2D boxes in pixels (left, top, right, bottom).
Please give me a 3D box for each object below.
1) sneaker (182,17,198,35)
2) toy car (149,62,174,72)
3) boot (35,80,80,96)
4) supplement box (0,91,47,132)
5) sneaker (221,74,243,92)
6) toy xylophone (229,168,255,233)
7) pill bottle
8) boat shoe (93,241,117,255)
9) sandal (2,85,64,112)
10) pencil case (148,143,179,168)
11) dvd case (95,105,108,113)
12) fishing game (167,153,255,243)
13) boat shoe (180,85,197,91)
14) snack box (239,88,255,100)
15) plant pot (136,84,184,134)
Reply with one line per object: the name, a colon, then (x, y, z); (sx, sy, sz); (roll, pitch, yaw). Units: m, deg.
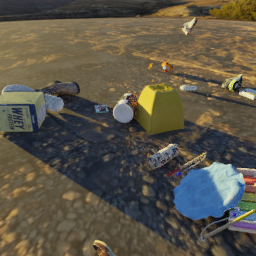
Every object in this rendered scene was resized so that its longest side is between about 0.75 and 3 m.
sneaker: (2.478, -4.184, 11.341); (0.377, 0.819, 0.310); (45, 50, 6)
toy car: (2.169, -3.903, 18.539); (1.603, 0.786, 0.534); (1, 67, 40)
boot: (-3.577, -1.832, 14.150); (2.173, 0.758, 1.430); (7, 29, 36)
supplement box: (-4.356, -0.717, 11.398); (1.668, 1.120, 1.666); (-1, 27, -2)
sneaker: (5.801, -2.564, 15.487); (0.766, 0.699, 1.893); (16, 30, 34)
toy xylophone: (3.147, 1.817, 6.954); (1.620, 0.556, 2.213); (-2, 26, 13)
pill bottle: (-0.021, -0.951, 12.112); (0.881, 0.881, 1.658); (6, 28, 11)
boat shoe: (-0.462, 2.675, 5.758); (0.884, 0.319, 0.318); (30, 38, 34)
sandal: (-4.411, -1.183, 12.868); (2.907, 0.714, 1.183); (17, 45, 6)
pencil case: (1.134, 0.889, 8.977); (1.137, 0.509, 0.442); (-25, 37, -37)
dvd case: (-1.226, -0.882, 12.851); (0.565, 0.085, 0.774); (-5, 27, -9)
fishing game: (2.084, 1.620, 7.232); (1.903, 0.413, 2.657); (-32, 26, 1)
boat shoe: (3.291, -2.114, 15.119); (0.930, 0.339, 0.287); (7, -16, 27)
snack box: (6.307, -1.754, 14.351); (0.666, 0.248, 0.936); (-14, 30, -25)
plant pot: (1.273, -0.881, 11.221); (1.552, 1.588, 1.542); (-10, 29, -18)
